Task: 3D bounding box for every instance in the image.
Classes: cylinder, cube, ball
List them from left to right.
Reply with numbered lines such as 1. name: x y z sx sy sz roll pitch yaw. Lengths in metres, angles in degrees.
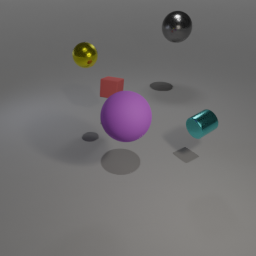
1. ball: -1.184 -2.011 7.741 0.700 0.700 0.700 0 29 0
2. cube: -0.614 -1.550 10.752 0.700 0.700 0.700 11 21 17
3. ball: -0.052 -0.312 7.638 1.400 1.400 1.400 0 29 0
4. ball: 2.264 -4.672 12.968 1.400 1.400 1.400 0 29 0
5. cylinder: 2.247 -0.123 8.519 0.700 0.700 0.700 -27 38 -23
